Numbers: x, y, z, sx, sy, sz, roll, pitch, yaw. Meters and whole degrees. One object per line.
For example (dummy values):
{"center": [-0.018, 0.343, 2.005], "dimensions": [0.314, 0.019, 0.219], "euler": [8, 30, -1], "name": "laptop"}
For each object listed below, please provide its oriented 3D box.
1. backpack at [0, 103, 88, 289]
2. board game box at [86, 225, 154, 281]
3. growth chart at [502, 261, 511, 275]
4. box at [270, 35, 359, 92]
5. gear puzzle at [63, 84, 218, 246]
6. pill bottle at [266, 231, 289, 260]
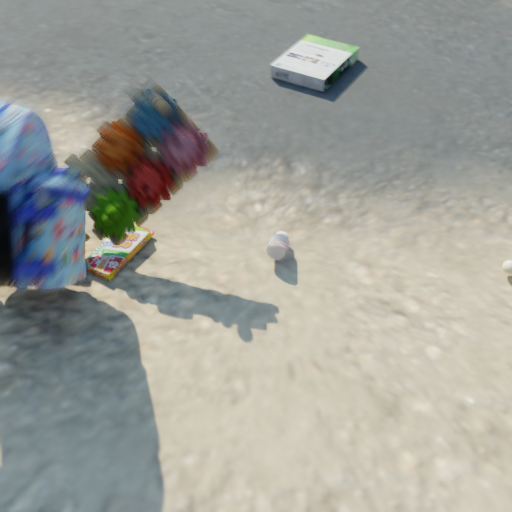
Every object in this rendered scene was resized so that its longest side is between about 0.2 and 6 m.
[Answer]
{"center": [-3.483, -0.910, 8.062], "dimensions": [1.819, 2.469, 2.704], "euler": [1, 88, -4], "name": "backpack"}
{"center": [-2.360, -0.138, 9.660], "dimensions": [0.610, 0.191, 1.276], "euler": [19, 48, 22], "name": "board game box"}
{"center": [5.888, 0.253, 9.224], "dimensions": [3.599, 0.319, 2.605], "euler": [-20, 47, -20], "name": "growth chart"}
{"center": [1.529, -4.979, 14.390], "dimensions": [1.528, 0.385, 2.118], "euler": [23, 51, 22], "name": "box"}
{"center": [-2.402, -1.234, 9.278], "dimensions": [3.407, 0.446, 1.764], "euler": [-42, 85, 6], "name": "gear puzzle"}
{"center": [0.386, -0.199, 9.587], "dimensions": [0.327, 0.327, 0.546], "euler": [10, 30, 10], "name": "pill bottle"}
